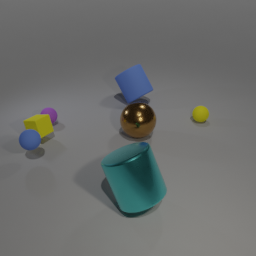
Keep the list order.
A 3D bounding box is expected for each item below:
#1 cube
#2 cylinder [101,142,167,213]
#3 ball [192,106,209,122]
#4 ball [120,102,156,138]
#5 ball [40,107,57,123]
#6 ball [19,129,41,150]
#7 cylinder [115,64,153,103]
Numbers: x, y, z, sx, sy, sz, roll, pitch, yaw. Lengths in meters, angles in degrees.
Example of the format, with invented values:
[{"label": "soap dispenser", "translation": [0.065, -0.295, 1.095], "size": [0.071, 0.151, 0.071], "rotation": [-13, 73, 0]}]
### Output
[{"label": "cube", "translation": [-3.364, -0.071, 10.557], "size": [0.700, 0.700, 0.700], "rotation": [1, 23, 32]}, {"label": "cylinder", "translation": [0.164, 1.282, 7.507], "size": [1.400, 1.400, 1.400], "rotation": [-21, 12, 5]}, {"label": "ball", "translation": [3.104, -0.601, 11.973], "size": [0.700, 0.700, 0.700], "rotation": [0, 30, 0]}, {"label": "ball", "translation": [0.390, -0.306, 10.761], "size": [1.400, 1.400, 1.400], "rotation": [0, 30, 0]}, {"label": "ball", "translation": [-3.305, -0.507, 11.688], "size": [0.700, 0.700, 0.700], "rotation": [0, 30, 0]}, {"label": "ball", "translation": [-3.260, 0.390, 9.317], "size": [0.700, 0.700, 0.700], "rotation": [0, 30, 0]}, {"label": "cylinder", "translation": [0.293, -2.114, 13.426], "size": [1.400, 1.400, 1.400], "rotation": [-28, 5, 2]}]
